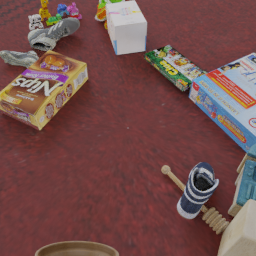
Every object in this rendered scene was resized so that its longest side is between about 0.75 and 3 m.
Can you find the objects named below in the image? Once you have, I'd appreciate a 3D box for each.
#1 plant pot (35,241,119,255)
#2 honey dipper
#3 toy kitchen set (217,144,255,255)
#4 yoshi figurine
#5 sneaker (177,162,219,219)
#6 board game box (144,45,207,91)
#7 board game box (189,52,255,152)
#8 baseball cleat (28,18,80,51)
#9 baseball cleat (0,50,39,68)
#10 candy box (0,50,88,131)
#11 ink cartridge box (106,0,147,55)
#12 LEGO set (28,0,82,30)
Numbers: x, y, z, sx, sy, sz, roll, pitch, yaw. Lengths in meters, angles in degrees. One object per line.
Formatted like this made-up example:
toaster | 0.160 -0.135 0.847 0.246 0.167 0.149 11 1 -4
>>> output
plant pot | -0.862 2.424 4.723 1.397 1.397 0.645 2 83 2
honey dipper | 1.439 1.527 6.360 0.365 0.365 1.922 -28 53 -21
toy kitchen set | 3.330 1.548 5.448 2.269 1.669 2.833 19 54 15
yoshi figurine | -0.640 -4.890 11.169 1.149 1.153 2.052 9 47 -13
sneaker | 1.642 1.096 6.093 0.607 0.939 1.731 26 39 15
board game box | 1.527 -1.992 9.046 1.070 0.240 2.042 -28 54 -19
board game box | 3.560 -0.832 8.002 2.527 0.721 2.581 -25 55 -18
baseball cleat | -2.587 -3.324 10.168 1.971 0.687 1.049 -23 60 -5
baseball cleat | -3.625 -2.399 9.523 1.330 0.464 0.708 20 47 4
candy box | -2.470 -1.210 8.336 1.450 0.702 2.486 23 56 16
ink cartridge box | -0.108 -3.667 10.050 1.115 1.144 1.781 -11 51 -8
LEGO set | -2.999 -4.671 11.047 2.106 0.864 0.803 -20 53 -16
